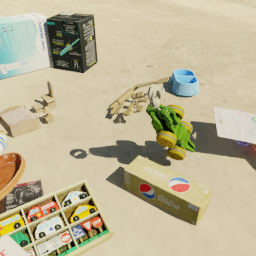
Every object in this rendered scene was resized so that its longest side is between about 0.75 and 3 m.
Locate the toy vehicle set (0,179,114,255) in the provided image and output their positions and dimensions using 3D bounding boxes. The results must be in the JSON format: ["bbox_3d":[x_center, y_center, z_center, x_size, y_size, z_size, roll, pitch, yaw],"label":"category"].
[{"bbox_3d":[-1.347,1.766,4.819,1.897,0.252,1.179,-20,58,-26],"label":"toy vehicle set"}]

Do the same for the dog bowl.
[{"bbox_3d":[2.004,-1.671,9.952,0.924,0.411,1.657,2,31,1],"label":"dog bowl"}]

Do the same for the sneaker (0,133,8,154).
[{"bbox_3d":[-3.759,0.470,6.777,1.532,0.566,0.630,-7,37,-8],"label":"sneaker"}]

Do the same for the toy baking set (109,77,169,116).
[{"bbox_3d":[0.319,-0.902,8.337,1.913,0.223,1.468,-43,34,-18],"label":"toy baking set"}]

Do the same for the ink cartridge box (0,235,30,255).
[{"bbox_3d":[-1.188,2.532,2.961,1.980,1.432,1.458,24,41,31],"label":"ink cartridge box"}]

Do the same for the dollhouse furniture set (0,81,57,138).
[{"bbox_3d":[-3.053,-0.575,7.890,2.290,1.014,1.187,-23,41,-30],"label":"dollhouse furniture set"}]

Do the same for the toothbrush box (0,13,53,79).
[{"bbox_3d":[-4.408,-3.183,10.825,2.720,1.992,1.160,-24,41,-29],"label":"toothbrush box"}]

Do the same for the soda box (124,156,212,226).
[{"bbox_3d":[0.755,1.213,5.689,1.717,0.550,0.581,23,41,29],"label":"soda box"}]

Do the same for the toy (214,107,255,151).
[{"bbox_3d":[3.445,0.249,7.057,2.574,0.608,1.482,9,32,7],"label":"toy"}]

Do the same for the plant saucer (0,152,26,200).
[{"bbox_3d":[-2.777,1.113,5.712,1.557,0.251,1.557,-19,33,13],"label":"plant saucer"}]

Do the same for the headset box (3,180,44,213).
[{"bbox_3d":[-2.025,1.455,5.495,0.705,0.366,0.948,-9,35,-15],"label":"headset box"}]

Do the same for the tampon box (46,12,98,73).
[{"bbox_3d":[-2.175,-3.430,11.190,1.480,1.974,1.246,13,36,18],"label":"tampon box"}]

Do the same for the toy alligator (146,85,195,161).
[{"bbox_3d":[0.802,-0.098,6.006,0.628,2.615,0.867,5,61,33],"label":"toy alligator"}]
